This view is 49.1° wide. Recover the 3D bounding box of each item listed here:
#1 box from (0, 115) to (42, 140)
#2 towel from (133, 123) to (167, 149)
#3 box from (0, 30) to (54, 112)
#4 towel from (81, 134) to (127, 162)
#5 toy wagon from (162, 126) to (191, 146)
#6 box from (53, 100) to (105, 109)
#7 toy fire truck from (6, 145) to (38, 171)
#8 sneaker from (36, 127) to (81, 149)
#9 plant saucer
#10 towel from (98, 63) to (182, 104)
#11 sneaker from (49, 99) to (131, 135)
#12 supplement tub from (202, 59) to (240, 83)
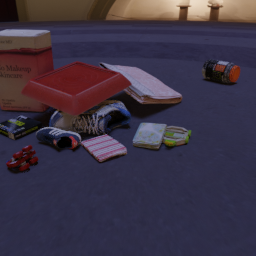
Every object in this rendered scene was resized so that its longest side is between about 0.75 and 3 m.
[{"bbox_3d":[-3.405,-0.041,8.709,1.045,0.248,1.009,18,34,32],"label":"box"},{"bbox_3d":[0.617,0.205,7.958,0.790,0.222,0.922,7,45,21],"label":"towel"},{"bbox_3d":[-3.717,-2.085,10.132,1.710,2.674,1.457,3,26,6],"label":"box"},{"bbox_3d":[-0.676,0.531,7.645,0.871,0.178,1.190,-15,27,-29],"label":"towel"},{"bbox_3d":[1.294,0.256,8.109,0.931,0.237,1.200,9,28,19],"label":"toy wagon"},{"bbox_3d":[-1.790,-1.471,10.737,1.750,1.068,1.686,3,27,7],"label":"box"},{"bbox_3d":[-2.668,0.769,6.935,0.645,0.430,0.768,-14,16,30],"label":"toy fire truck"},{"bbox_3d":[-1.989,0.312,7.701,1.307,0.490,0.552,4,24,10],"label":"sneaker"},{"bbox_3d":[-1.658,-1.470,9.036,2.631,0.484,2.636,21,39,32],"label":"plant saucer"},{"bbox_3d":[0.474,-1.737,10.748,2.644,0.426,2.525,40,29,30],"label":"towel"},{"bbox_3d":[-1.036,-0.288,8.437,2.585,0.996,1.101,-15,34,-28],"label":"sneaker"},{"bbox_3d":[4.457,-2.719,13.434,0.967,0.967,1.579,-23,34,-39],"label":"supplement tub"}]
